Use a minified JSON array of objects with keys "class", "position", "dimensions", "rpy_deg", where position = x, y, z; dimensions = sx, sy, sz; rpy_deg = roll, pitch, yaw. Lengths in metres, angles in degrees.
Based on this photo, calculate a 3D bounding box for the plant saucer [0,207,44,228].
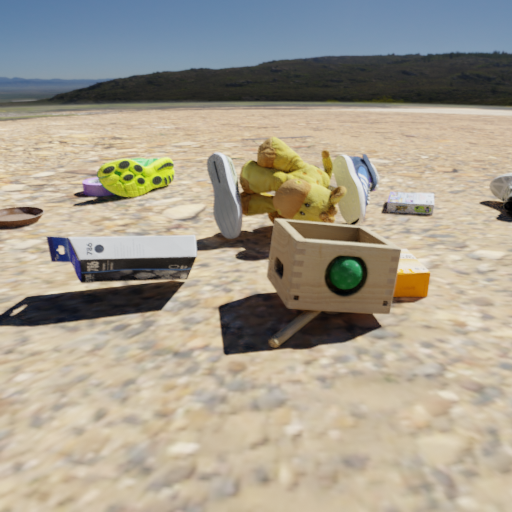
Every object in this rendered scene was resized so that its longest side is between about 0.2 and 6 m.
[{"class":"plant saucer","position":[-5.455,-0.871,12.691],"dimensions":[1.256,0.216,1.256],"rpy_deg":[-1,20,0]}]

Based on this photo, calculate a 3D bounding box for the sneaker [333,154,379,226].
[{"class":"sneaker","position":[2.350,-1.400,12.181],"dimensions":[1.229,1.678,0.676],"rpy_deg":[5,-25,-38]}]

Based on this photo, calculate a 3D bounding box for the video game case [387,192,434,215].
[{"class":"video game case","position":[3.823,-1.312,13.844],"dimensions":[1.077,0.270,1.188],"rpy_deg":[6,20,16]}]

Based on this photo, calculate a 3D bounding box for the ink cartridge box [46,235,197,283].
[{"class":"ink cartridge box","position":[-2.050,0.060,8.588],"dimensions":[2.160,0.423,1.074],"rpy_deg":[-1,-20,-15]}]

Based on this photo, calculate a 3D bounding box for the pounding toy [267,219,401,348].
[{"class":"pounding toy","position":[0.945,0.349,8.013],"dimensions":[1.761,1.360,1.913],"rpy_deg":[4,14,-11]}]

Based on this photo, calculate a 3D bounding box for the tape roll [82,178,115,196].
[{"class":"tape roll","position":[-4.268,-1.914,15.482],"dimensions":[1.009,0.331,1.009],"rpy_deg":[1,19,0]}]

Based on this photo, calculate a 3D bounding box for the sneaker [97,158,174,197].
[{"class":"sneaker","position":[-3.405,-2.179,15.488],"dimensions":[1.169,1.036,2.798],"rpy_deg":[1,11,29]}]

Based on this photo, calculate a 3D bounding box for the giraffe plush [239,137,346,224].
[{"class":"giraffe plush","position":[0.846,-1.129,11.271],"dimensions":[2.261,1.951,1.833],"rpy_deg":[3,30,-12]}]

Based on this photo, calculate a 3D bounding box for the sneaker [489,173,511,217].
[{"class":"sneaker","position":[6.237,-1.491,13.506],"dimensions":[1.267,0.831,2.203],"rpy_deg":[-7,22,-23]}]

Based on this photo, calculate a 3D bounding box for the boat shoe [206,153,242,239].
[{"class":"boat shoe","position":[-0.535,-1.226,11.300],"dimensions":[0.629,1.747,0.542],"rpy_deg":[-8,2,34]}]

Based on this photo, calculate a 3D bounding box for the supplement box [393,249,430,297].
[{"class":"supplement box","position":[2.270,0.259,9.131],"dimensions":[0.736,0.430,1.168],"rpy_deg":[-1,19,-5]}]
